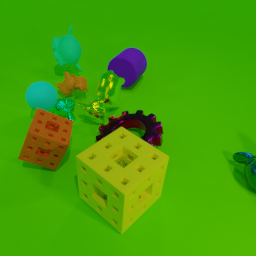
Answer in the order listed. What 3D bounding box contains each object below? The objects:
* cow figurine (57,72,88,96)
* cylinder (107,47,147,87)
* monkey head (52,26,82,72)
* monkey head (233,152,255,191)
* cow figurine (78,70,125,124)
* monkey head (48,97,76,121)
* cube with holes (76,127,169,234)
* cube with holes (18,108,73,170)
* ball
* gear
[{"bbox_3d":[-1.889,-1.428,9.602,0.589,1.073,1.056,14,38,-54],"label":"cow figurine"},{"bbox_3d":[-0.010,-2.240,10.319,1.153,1.153,1.153,15,36,17],"label":"cylinder"},{"bbox_3d":[-2.304,-2.927,10.708,1.048,1.739,1.251,-13,8,-9],"label":"monkey head"},{"bbox_3d":[3.324,0.894,6.504,1.109,1.325,1.841,-16,32,-11],"label":"monkey head"},{"bbox_3d":[-0.777,-1.005,8.795,0.929,1.693,1.666,17,10,18],"label":"cow figurine"},{"bbox_3d":[-2.042,-0.561,8.948,1.179,0.848,0.710,-29,10,-34],"label":"monkey head"},{"bbox_3d":[-0.141,1.100,6.174,1.366,1.366,1.366,32,47,29],"label":"cube with holes"},{"bbox_3d":[-2.061,0.287,7.091,0.962,0.962,0.962,21,35,-20],"label":"cube with holes"},{"bbox_3d":[-2.572,-0.928,8.365,0.911,0.911,0.911,0,40,0],"label":"ball"},{"bbox_3d":[0.046,0.197,7.860,1.850,0.342,1.850,-8,40,7],"label":"gear"}]
